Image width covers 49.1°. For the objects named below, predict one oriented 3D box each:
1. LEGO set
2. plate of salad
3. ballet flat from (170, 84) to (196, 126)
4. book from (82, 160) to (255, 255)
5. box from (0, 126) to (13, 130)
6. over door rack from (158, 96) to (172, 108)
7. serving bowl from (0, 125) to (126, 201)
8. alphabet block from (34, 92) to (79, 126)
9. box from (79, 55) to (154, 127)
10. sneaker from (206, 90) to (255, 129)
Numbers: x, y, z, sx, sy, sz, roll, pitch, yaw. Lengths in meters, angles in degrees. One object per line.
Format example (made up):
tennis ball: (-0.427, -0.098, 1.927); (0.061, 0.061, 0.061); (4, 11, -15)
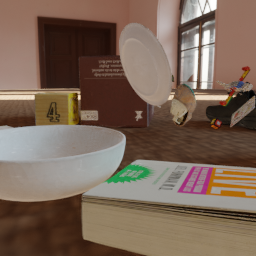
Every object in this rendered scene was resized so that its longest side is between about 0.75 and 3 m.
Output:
LEGO set: (2.770, -1.032, 6.659); (0.605, 2.465, 1.842); (32, 47, -4)
plate of salad: (0.373, -1.276, 5.681); (0.413, 1.718, 1.718); (-28, 21, -24)
ballet flat: (1.383, -0.470, 7.200); (0.609, 0.601, 1.788); (38, -9, 23)
book: (1.084, 0.762, 2.817); (2.570, 0.618, 1.717); (2, 7, 20)
box: (-3.365, 0.223, 6.507); (1.162, 0.293, 1.610); (9, 12, 43)
over door rack: (1.755, -1.376, 15.047); (1.226, 0.408, 0.905); (-21, 10, 1)
serving bowl: (-1.099, 0.466, 3.813); (2.158, 0.710, 2.158); (0, 9, 0)
alphabet block: (-2.239, -0.597, 8.923); (1.090, 1.071, 1.065); (1, 11, 6)
box: (-0.238, -1.314, 9.757); (2.213, 2.191, 2.668); (1, 10, 8)
sneaker: (3.590, -0.649, 8.980); (0.976, 1.166, 2.570); (-7, 11, -32)
